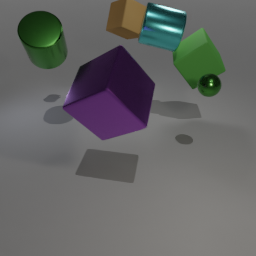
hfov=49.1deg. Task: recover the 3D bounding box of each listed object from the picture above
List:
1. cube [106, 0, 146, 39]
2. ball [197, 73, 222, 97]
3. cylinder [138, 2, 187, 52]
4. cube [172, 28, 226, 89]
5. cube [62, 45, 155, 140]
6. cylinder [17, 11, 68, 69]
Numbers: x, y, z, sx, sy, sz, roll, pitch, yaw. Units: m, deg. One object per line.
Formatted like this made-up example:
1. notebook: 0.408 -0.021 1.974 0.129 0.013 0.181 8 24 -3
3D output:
1. cube: -0.022 -5.242 13.549 1.400 1.400 1.400 9 4 -38
2. ball: 2.436 -1.280 8.395 0.700 0.700 0.700 0 29 0
3. cylinder: 1.195 -3.573 9.974 1.400 1.400 1.400 13 29 -4
4. cube: 2.665 -2.643 10.708 1.400 1.400 1.400 -29 32 27
5. cube: -0.388 -0.757 6.541 1.400 1.400 1.400 -16 46 36
6. cylinder: -2.823 -2.923 9.448 1.400 1.400 1.400 1 -16 -5
